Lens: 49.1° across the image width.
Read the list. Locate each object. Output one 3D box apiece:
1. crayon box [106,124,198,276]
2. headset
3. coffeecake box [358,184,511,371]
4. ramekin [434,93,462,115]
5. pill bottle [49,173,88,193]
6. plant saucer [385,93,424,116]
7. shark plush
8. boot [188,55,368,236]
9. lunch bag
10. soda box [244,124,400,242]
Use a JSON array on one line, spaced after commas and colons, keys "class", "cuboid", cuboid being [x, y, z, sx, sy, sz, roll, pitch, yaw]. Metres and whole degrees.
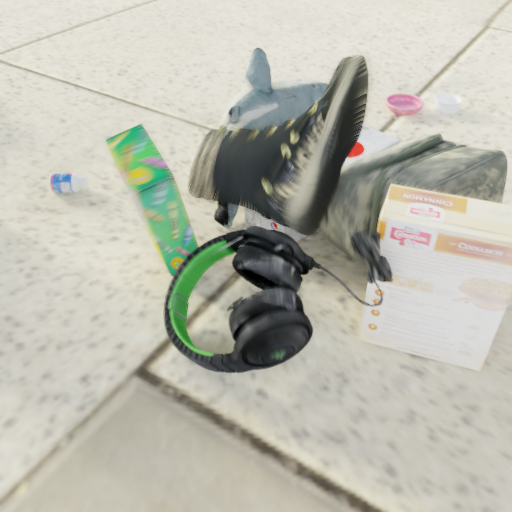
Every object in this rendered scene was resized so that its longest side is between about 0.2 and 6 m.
[{"class": "crayon box", "cuboid": [-1.549, -0.800, 8.755, 0.625, 2.146, 1.274, -27, 57, -10]}, {"class": "headset", "cuboid": [0.133, 0.403, 7.485, 3.296, 1.549, 2.035, -10, 58, 22]}, {"class": "coffeecake box", "cuboid": [2.430, 0.328, 7.526, 1.743, 2.271, 0.830, 13, 42, 14]}, {"class": "ramekin", "cuboid": [4.704, -3.736, 13.786, 0.644, 0.314, 0.644, 0, 41, 0]}, {"class": "pill bottle", "cuboid": [-3.697, -1.445, 11.067, 0.681, 0.382, 0.382, -1, 41, -2]}, {"class": "plant saucer", "cuboid": [3.643, -3.715, 13.824, 0.933, 0.237, 0.933, 0, 40, 0]}, {"class": "shark plush", "cuboid": [0.193, -2.467, 11.223, 1.856, 2.024, 4.456, 22, 42, 4]}, {"class": "boot", "cuboid": [0.354, -1.909, 8.692, 2.219, 1.060, 2.938, 16, 77, 27]}, {"class": "lunch bag", "cuboid": [2.457, -0.914, 9.287, 2.678, 1.866, 2.246, -26, 34, -34]}, {"class": "soda box", "cuboid": [1.278, -1.402, 10.523, 3.196, 1.017, 1.088, -32, 49, -31]}]
